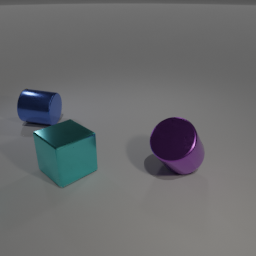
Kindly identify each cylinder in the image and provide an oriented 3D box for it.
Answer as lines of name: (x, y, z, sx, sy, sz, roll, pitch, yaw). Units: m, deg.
cylinder: (1.534, 0.573, 8.586, 1.400, 1.400, 1.400, -10, 62, 20)
cylinder: (-3.713, -0.885, 11.878, 1.400, 1.400, 1.400, 8, 28, 6)

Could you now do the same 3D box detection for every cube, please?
cube: (-1.948, 0.744, 8.843, 1.400, 1.400, 1.400, -24, 36, -38)
